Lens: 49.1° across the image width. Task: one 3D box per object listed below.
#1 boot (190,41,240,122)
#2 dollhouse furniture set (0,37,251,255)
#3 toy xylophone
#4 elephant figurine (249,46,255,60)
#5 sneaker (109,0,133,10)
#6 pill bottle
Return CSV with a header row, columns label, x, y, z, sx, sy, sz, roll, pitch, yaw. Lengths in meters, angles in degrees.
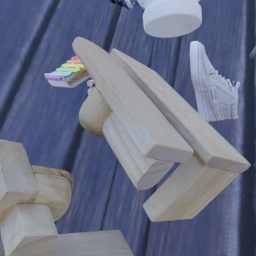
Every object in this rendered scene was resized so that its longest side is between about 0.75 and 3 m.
label,x,y,z,sx,sy,sz,roll,pitch,yaw
boot,1.575,-0.819,4.972,0.760,1.591,0.585,-4,37,24
dollhouse furniture set,-0.713,0.528,3.922,2.951,2.807,2.405,-52,50,20
toy xylophone,-0.694,-0.878,4.228,0.755,0.259,1.031,4,35,25
elephant figurine,3.413,-1.654,5.121,1.733,1.345,1.226,-43,85,8
sneaker,-0.276,-3.198,6.833,0.422,0.417,1.063,-34,67,8
pill bottle,0.802,-3.168,5.576,1.391,1.391,2.391,-3,87,-1
